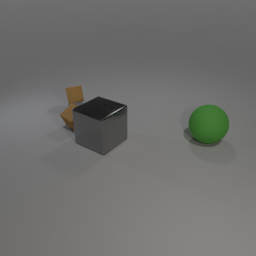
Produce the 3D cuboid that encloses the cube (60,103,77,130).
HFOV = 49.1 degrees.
[{"bbox_3d":[-2.066,-0.404,10.887,0.700,0.700,0.700,30,67,31],"label":"cube"}]

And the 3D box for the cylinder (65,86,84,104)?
[{"bbox_3d":[-2.341,-1.469,12.338,0.700,0.700,0.700,-9,8,1],"label":"cylinder"}]

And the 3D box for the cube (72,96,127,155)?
[{"bbox_3d":[-0.970,-0.128,10.045,1.400,1.400,1.400,20,36,31],"label":"cube"}]

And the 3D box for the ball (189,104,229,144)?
[{"bbox_3d":[2.894,-0.143,10.060,1.400,1.400,1.400,0,30,0],"label":"ball"}]
